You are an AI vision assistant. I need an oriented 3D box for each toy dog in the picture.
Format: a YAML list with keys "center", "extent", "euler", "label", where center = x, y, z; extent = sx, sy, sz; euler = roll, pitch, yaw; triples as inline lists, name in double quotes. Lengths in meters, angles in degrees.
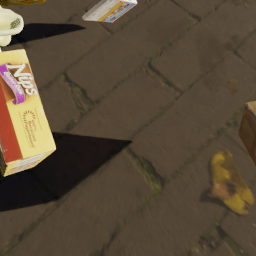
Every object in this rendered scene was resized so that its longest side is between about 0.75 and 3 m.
- center: [-3.091, -1.344, 5.266]
  extent: [1.642, 2.353, 2.281]
  euler: [46, 56, 8]
  label: "toy dog"

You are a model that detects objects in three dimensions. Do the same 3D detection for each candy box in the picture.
- center: [-2.089, -0.047, 5.009]
  extent: [0.763, 2.704, 1.578]
  euler: [-17, 85, -26]
  label: "candy box"

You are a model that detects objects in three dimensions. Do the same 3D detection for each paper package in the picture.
- center: [3.421, 0.279, 5.626]
  extent: [1.786, 0.969, 1.874]
  euler: [-9, 44, 0]
  label: "paper package"

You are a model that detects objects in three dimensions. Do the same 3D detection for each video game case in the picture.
- center: [-0.381, -2.617, 6.196]
  extent: [0.817, 1.142, 0.100]
  euler: [-24, 92, 34]
  label: "video game case"

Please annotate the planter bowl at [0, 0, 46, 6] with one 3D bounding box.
- center: [-2.538, -2.934, 5.716]
  extent: [1.617, 1.617, 0.673]
  euler: [-3, 108, -1]
  label: "planter bowl"
